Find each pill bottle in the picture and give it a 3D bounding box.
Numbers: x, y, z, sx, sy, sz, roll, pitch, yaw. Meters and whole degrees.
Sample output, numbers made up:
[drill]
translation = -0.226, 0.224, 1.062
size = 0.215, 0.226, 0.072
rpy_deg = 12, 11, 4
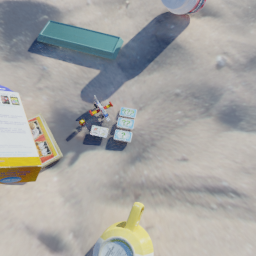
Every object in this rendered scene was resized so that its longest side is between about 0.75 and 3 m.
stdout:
[pill bottle]
translation = 1.622, -3.881, 8.177
size = 1.059, 1.059, 1.772
rpy_deg = 31, 33, 15

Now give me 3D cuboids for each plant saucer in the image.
[plant saucer]
translation = -1.437, -2.702, 8.429
size = 2.514, 0.238, 0.879
rpy_deg = 16, 59, 9

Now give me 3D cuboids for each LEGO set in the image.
[LEGO set]
translation = -0.509, -0.249, 7.112
size = 1.375, 0.337, 1.027
rpy_deg = 11, 59, 2

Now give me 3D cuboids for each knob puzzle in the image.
[knob puzzle]
translation = -2.627, 0.468, 6.806
size = 1.782, 0.247, 1.782
rpy_deg = 0, 62, 1

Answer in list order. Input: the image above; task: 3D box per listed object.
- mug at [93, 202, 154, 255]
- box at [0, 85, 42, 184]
[mug]
translation = -0.152, 2.217, 5.286
size = 1.161, 1.191, 1.450
rpy_deg = -12, 70, 4
[box]
translation = -3.097, -0.030, 6.102
size = 1.714, 0.597, 2.879
rpy_deg = 4, 37, -37
